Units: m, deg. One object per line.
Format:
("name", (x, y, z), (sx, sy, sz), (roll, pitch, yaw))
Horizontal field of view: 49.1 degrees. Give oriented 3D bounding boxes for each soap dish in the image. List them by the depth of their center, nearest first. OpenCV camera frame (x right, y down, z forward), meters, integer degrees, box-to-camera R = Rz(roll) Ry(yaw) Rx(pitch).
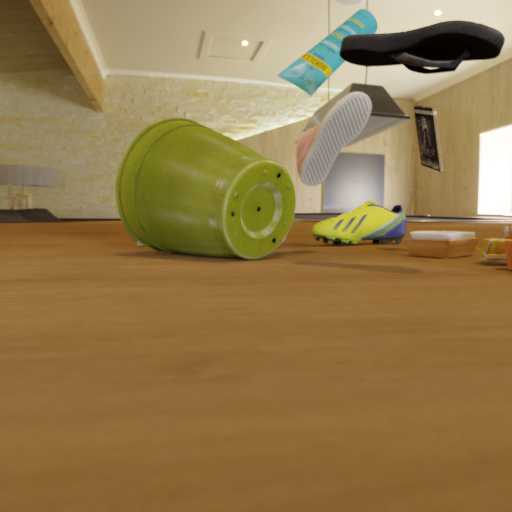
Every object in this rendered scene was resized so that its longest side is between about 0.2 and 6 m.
("soap dish", (3.770, -0.238, 11.361), (1.260, 0.512, 0.992), (-5, 7, -43))

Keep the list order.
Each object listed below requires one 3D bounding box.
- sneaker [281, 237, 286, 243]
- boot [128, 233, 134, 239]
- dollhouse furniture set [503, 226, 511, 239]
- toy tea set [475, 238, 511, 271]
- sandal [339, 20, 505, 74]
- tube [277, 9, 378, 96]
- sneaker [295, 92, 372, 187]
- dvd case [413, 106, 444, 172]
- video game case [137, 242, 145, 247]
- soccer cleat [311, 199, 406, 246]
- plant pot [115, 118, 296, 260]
("sneaker", (-0.114, -0.621, 14.350), (2.021, 0.776, 1.124), (-5, 11, 20))
("boot", (-2.993, -0.793, 17.473), (1.729, 0.623, 1.337), (-5, 3, 9))
("dollhouse furniture set", (6.535, -0.532, 12.894), (1.632, 0.841, 1.614), (4, 6, 39))
("toy tea set", (4.642, -0.328, 8.565), (1.829, 1.139, 3.076), (0, 5, 5))
("sandal", (2.297, -2.824, 7.956), (2.428, 0.520, 0.923), (12, 1, 43))
("tube", (1.400, -3.792, 10.466), (0.816, 2.106, 0.531), (37, -17, 28))
("sneaker", (1.755, -3.064, 13.777), (0.967, 2.568, 1.342), (20, 32, -22))
("dvd case", (3.764, -2.575, 12.233), (0.109, 1.360, 1.011), (-15, 19, -2))
("video game case", (-2.524, -0.351, 14.589), (0.813, 0.204, 0.896), (2, 5, 18))
("soccer cleat", (2.754, -0.912, 15.061), (2.959, 1.238, 0.957), (-2, 5, -25))
("plant pot", (-0.812, -1.141, 11.082), (2.890, 2.890, 2.783), (-4, 18, -43))
